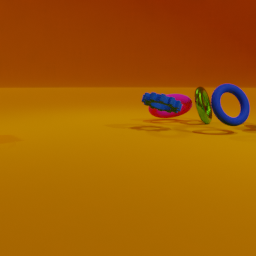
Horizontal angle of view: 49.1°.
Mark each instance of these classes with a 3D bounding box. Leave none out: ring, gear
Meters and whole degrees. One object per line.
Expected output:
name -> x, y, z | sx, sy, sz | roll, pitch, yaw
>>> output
ring -> 2.643, -0.597, 7.210 | 1.140, 1.140, 0.228 | -3, -12, -20
ring -> 1.445, -0.727, 9.594 | 1.501, 0.300, 1.501 | -4, -21, -2
gear -> 0.944, -0.697, 7.849 | 1.109, 0.205, 1.109 | 16, -8, 2
ring -> 2.470, -0.745, 9.132 | 0.249, 1.246, 1.246 | -13, 2, 29
